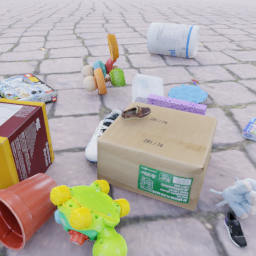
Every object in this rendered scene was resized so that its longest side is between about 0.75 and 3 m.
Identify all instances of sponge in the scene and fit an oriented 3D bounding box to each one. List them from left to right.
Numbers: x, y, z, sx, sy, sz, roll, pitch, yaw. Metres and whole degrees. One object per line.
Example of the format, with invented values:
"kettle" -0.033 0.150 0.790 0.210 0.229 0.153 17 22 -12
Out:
"sponge" 1.722 -0.498 10.200 2.119 1.182 0.316 15 42 20

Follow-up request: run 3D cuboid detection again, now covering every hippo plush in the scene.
"hippo plush" 2.945 1.759 7.208 1.149 0.915 0.923 -29 -12 40

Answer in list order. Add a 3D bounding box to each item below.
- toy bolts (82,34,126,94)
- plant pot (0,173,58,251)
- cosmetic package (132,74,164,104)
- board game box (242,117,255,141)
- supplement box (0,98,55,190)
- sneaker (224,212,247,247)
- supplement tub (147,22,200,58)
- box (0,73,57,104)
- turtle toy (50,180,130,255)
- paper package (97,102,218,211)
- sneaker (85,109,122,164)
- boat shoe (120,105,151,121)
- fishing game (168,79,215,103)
"toy bolts" -1.382 -3.009 13.462 1.897 2.612 2.735 -13 15 -5
"plant pot" -2.358 1.816 6.526 1.402 1.402 1.364 17 28 26
"cosmetic package" 0.813 -1.505 11.603 1.170 0.721 1.174 7 63 -15
"board game box" 4.941 0.125 10.137 1.255 0.259 1.258 20 37 29
"supplement box" -3.207 0.590 7.663 1.389 2.064 2.093 7 32 10
"sneaker" 2.481 2.328 6.483 0.318 0.368 0.840 -6 32 -9
"supplement tub" 2.873 -5.541 17.660 2.983 1.968 1.968 12 34 20
"box" -4.719 -1.673 12.748 1.898 0.553 2.772 -22 38 -32
"turtle toy" -0.778 2.060 6.207 1.556 1.079 2.135 2 25 -46
"paper package" 0.889 0.618 8.173 2.898 1.499 2.762 13 34 19
"sneaker" -0.771 0.227 9.372 0.918 0.926 2.554 9 34 12
"boat shoe" 0.252 -0.462 8.058 0.947 0.341 0.342 -9 64 -16
"fishing game" 2.696 -1.443 12.598 2.507 0.390 1.795 -34 44 -31
